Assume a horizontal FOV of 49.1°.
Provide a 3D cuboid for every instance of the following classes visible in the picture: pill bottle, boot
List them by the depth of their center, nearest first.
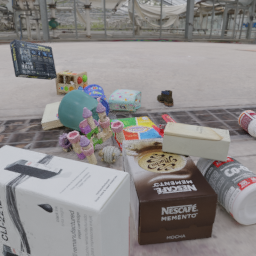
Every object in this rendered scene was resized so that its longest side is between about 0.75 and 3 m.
[{"bbox_3d":[2.586,1.384,7.075,1.106,1.106,1.943,-7,24,-16],"label":"pill bottle"},{"bbox_3d":[5.061,-0.131,11.201,0.792,0.792,1.402,-1,23,-3],"label":"pill bottle"},{"bbox_3d":[2.039,-1.767,15.158,0.620,0.804,1.659,-7,23,-17],"label":"boot"}]

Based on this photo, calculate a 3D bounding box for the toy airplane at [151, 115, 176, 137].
[{"bbox_3d":[1.727,0.209,10.224,2.210,0.407,2.210,29,20,-12],"label":"toy airplane"}]

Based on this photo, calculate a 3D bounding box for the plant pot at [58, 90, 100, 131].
[{"bbox_3d":[-1.765,-0.588,11.368,1.322,1.647,1.647,24,32,33],"label":"plant pot"}]

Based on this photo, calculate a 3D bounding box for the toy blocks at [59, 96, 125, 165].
[{"bbox_3d":[-1.358,-0.012,9.388,1.860,1.566,1.739,22,50,42],"label":"toy blocks"}]

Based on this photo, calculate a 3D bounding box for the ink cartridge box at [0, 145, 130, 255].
[{"bbox_3d":[-1.466,1.656,5.210,2.807,2.025,1.175,9,24,22],"label":"ink cartridge box"}]

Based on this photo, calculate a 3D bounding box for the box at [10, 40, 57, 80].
[{"bbox_3d":[-3.755,-2.688,11.239,0.443,1.370,1.737,-12,-3,36],"label":"box"}]

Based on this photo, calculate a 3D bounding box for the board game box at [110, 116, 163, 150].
[{"bbox_3d":[0.316,0.182,10.894,1.680,0.443,2.196,-6,23,-15],"label":"board game box"}]

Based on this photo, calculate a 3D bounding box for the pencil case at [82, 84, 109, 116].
[{"bbox_3d":[-1.641,-1.348,13.683,1.243,1.117,2.863,15,18,-17],"label":"pencil case"}]

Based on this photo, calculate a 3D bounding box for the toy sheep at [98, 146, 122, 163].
[{"bbox_3d":[-0.552,0.862,9.103,0.877,0.604,0.604,7,23,14],"label":"toy sheep"}]

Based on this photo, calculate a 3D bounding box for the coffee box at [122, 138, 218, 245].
[{"bbox_3d":[0.834,1.362,7.060,1.661,1.173,2.938,-3,23,-8],"label":"coffee box"}]

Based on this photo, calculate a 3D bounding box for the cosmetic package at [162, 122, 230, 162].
[{"bbox_3d":[1.764,0.332,7.317,1.625,0.594,0.841,7,22,12],"label":"cosmetic package"}]

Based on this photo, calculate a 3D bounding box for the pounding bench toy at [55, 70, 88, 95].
[{"bbox_3d":[-3.136,-2.826,17.106,1.614,1.286,2.070,9,24,20],"label":"pounding bench toy"}]

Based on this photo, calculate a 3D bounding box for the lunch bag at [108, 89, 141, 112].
[{"bbox_3d":[-0.133,-1.372,13.997,1.376,0.985,1.615,7,18,13],"label":"lunch bag"}]

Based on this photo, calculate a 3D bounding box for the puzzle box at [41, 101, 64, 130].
[{"bbox_3d":[-2.929,-0.740,12.832,1.810,0.346,2.721,-13,24,-5],"label":"puzzle box"}]
